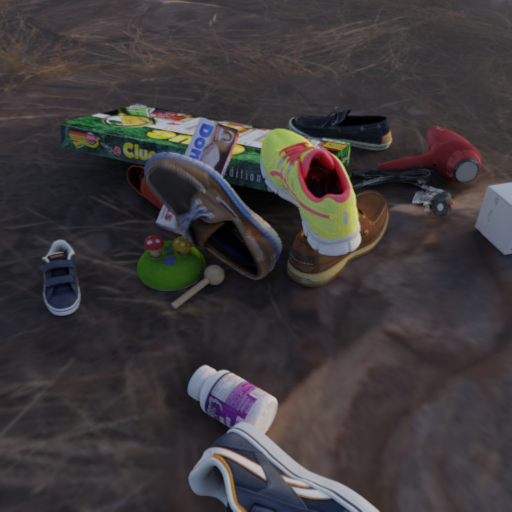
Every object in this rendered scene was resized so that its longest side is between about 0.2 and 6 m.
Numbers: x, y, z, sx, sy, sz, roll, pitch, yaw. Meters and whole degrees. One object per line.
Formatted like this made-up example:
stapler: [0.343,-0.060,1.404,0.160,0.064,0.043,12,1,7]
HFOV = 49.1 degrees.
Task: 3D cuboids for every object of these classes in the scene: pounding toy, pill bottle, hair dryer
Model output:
pounding toy: [-1.415,0.040,9.812,1.223,0.735,1.584,-27,45,-30]
pill bottle: [-0.340,1.927,7.485,1.133,0.636,0.636,23,44,28]
hair dryer: [3.691,-2.170,12.520,2.511,0.896,3.297,22,42,28]

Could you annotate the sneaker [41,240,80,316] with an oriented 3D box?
sneaker: [-3.362,0.335,9.563,0.596,0.604,1.520,-10,41,-15]

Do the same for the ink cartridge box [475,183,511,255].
ink cartridge box: [5.108,-0.768,10.625,1.374,0.998,0.993,-10,39,-12]

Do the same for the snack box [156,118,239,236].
snack box: [-1.087,-1.482,10.647,0.819,0.277,2.277,19,77,6]

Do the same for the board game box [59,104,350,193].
board game box: [-1.063,-2.499,12.645,5.843,0.685,3.061,14,29,17]

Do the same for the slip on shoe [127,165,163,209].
slip on shoe: [-2.025,-1.363,11.486,0.653,0.791,2.136,5,22,-41]

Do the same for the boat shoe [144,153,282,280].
boat shoe: [-0.767,-0.671,9.518,2.836,1.025,1.027,36,32,-8]

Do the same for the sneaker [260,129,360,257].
sneaker: [0.929,-1.425,9.435,1.155,1.334,2.954,-22,51,-12]

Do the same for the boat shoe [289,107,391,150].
boat shoe: [2.097,-3.278,14.002,2.617,0.814,0.976,13,42,18]

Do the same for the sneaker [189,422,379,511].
sneaker: [0.340,2.849,6.033,2.570,1.008,1.020,20,36,40]

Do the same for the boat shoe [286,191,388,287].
boat shoe: [1.635,-0.546,10.358,1.042,0.977,2.894,26,45,29]
